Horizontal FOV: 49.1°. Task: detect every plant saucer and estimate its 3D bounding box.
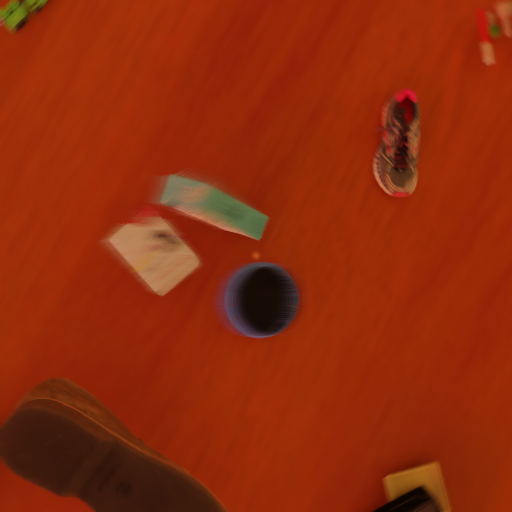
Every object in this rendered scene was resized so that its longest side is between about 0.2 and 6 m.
[{"bbox_3d":[2.453,3.659,8.636,0.846,0.205,0.846,-14,93,-2],"label":"plant saucer"}]

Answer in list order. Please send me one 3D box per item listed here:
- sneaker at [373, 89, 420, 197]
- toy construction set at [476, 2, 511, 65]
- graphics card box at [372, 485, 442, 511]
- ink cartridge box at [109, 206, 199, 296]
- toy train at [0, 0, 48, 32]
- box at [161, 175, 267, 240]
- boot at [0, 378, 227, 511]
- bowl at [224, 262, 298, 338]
[{"bbox_3d":[2.328,-1.852,9.198,0.715,0.662,1.772,1,83,0],"label":"sneaker"},{"bbox_3d":[4.760,-3.503,9.166,1.999,1.667,1.536,-8,95,19],"label":"toy construction set"},{"bbox_3d":[2.439,4.707,8.258,1.361,0.552,2.170,-27,91,-3],"label":"graphics card box"},{"bbox_3d":[-1.509,-0.072,8.384,0.794,0.451,1.089,-42,79,-8],"label":"ink cartridge box"},{"bbox_3d":[-3.865,-4.489,9.755,0.402,0.298,1.427,43,84,-5],"label":"toy train"},{"bbox_3d":[-0.578,-0.693,8.387,0.709,1.724,0.424,19,88,32],"label":"box"},{"bbox_3d":[-1.501,2.774,7.152,3.506,1.323,1.291,43,94,-13],"label":"boot"},{"bbox_3d":[0.105,0.700,8.777,1.202,0.236,1.202,0,91,-16],"label":"bowl"}]
